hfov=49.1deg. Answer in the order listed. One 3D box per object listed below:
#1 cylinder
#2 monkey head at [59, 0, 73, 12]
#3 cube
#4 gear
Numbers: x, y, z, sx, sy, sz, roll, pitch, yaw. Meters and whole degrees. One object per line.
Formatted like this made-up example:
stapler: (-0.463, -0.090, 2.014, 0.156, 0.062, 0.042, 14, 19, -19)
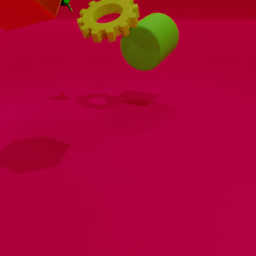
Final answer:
cylinder: (0.670, -2.601, 8.450, 1.347, 1.347, 1.347, 13, 39, 27)
monkey head: (-1.824, -3.596, 7.445, 1.038, 0.626, 0.747, 29, 19, -28)
cube: (-1.455, -1.988, 3.388, 1.057, 1.057, 1.057, 4, -17, 36)
gear: (-0.528, -2.963, 7.543, 1.629, 0.301, 1.629, -6, 55, 9)
